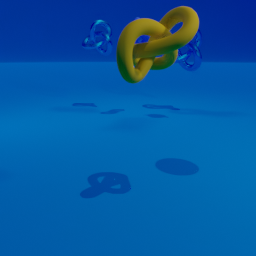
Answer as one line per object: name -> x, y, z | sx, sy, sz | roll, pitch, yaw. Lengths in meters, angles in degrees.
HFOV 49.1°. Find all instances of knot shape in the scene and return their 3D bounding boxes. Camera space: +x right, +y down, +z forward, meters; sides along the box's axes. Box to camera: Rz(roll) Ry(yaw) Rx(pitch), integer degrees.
knot shape -> -1.201, -3.379, 10.743 | 1.239, 1.324, 0.612 | -13, -2, 15
knot shape -> 0.361, -1.019, 3.337 | 1.050, 0.519, 1.122 | -36, -3, 20
knot shape -> 0.141, -2.908, 9.216 | 0.559, 1.209, 1.131 | 33, 70, 21
knot shape -> 1.971, -2.917, 10.476 | 1.550, 1.656, 0.765 | -2, 11, 21
